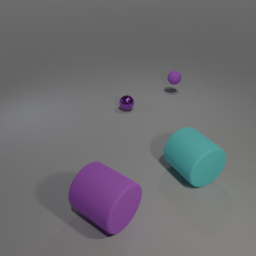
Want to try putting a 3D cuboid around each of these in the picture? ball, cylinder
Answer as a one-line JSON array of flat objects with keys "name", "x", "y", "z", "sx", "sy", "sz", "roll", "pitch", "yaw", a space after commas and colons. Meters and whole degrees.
[{"name": "ball", "x": 2.340, "y": -2.531, "z": 14.126, "sx": 0.700, "sy": 0.700, "sz": 0.700, "roll": 0, "pitch": 32, "yaw": 0}, {"name": "cylinder", "x": 2.087, "y": 0.893, "z": 8.850, "sx": 1.400, "sy": 1.400, "sz": 1.400, "roll": -16, "pitch": 36, "yaw": -24}, {"name": "cylinder", "x": -0.584, "y": 1.788, "z": 7.343, "sx": 1.400, "sy": 1.400, "sz": 1.400, "roll": 24, "pitch": 39, "yaw": 30}, {"name": "ball", "x": -0.057, "y": -1.152, "z": 12.835, "sx": 0.700, "sy": 0.700, "sz": 0.700, "roll": 0, "pitch": 32, "yaw": 0}]
